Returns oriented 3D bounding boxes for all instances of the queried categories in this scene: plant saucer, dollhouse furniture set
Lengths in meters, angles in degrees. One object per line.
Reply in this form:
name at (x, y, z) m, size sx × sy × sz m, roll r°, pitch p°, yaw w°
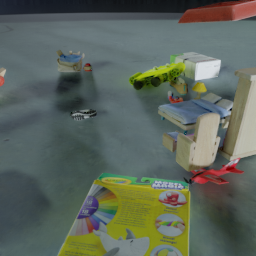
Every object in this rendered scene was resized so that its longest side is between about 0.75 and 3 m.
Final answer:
plant saucer at (2.488, -2.979, 7.086) m, size 1.788 × 0.329 × 1.792 m, roll -24°, pitch 27°, yaw -29°
dollhouse furniture set at (1.765, -0.721, 6.804) m, size 2.714 × 1.876 × 2.875 m, roll -9°, pitch 27°, yaw -26°

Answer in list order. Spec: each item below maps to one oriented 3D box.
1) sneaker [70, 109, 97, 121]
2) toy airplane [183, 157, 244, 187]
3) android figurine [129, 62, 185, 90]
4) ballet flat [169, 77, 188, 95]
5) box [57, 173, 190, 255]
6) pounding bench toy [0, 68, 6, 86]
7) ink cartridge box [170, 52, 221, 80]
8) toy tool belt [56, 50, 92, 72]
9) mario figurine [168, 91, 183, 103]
sneaker at (-1.310, -0.390, 8.180) m, size 0.773 × 0.285 × 0.309 m, roll -6°, pitch 13°, yaw -20°
toy airplane at (1.690, 0.879, 5.521) m, size 1.279 × 0.235 × 1.279 m, roll -14°, pitch 12°, yaw 3°
android figurine at (1.145, -2.050, 10.744) m, size 2.138 × 0.482 × 2.348 m, roll -6°, pitch 22°, yaw 33°
ballet flat at (1.911, -1.684, 10.467) m, size 0.511 × 0.469 × 1.488 m, roll -5°, pitch 27°, yaw -10°
box at (0.006, 1.597, 3.750) m, size 1.602 × 0.661 × 2.731 m, roll 5°, pitch 30°, yaw 11°
pounding bench toy at (-4.952, -1.166, 8.758) m, size 1.545 × 1.981 × 1.231 m, roll 29°, pitch 24°, yaw -13°
ink cartridge box at (2.884, -2.723, 12.198) m, size 1.318 × 0.761 × 1.811 m, roll -13°, pitch 29°, yaw -24°
toy tool belt at (-2.420, -3.043, 12.622) m, size 1.557 × 0.957 × 0.972 m, roll 0°, pitch 27°, yaw -1°
mario figurine at (1.573, -0.889, 8.848) m, size 0.599 × 0.514 × 0.970 m, roll -1°, pitch 25°, yaw -3°
